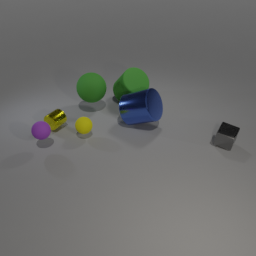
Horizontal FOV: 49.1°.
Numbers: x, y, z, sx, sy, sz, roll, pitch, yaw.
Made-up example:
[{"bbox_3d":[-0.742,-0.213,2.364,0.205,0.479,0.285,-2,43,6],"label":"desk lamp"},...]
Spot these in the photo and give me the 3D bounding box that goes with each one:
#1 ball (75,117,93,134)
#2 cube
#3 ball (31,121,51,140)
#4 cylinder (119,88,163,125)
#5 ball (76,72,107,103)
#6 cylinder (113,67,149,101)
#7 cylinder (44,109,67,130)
[{"bbox_3d":[-1.781,-0.104,11.296,0.700,0.700,0.700,0,31,0],"label":"ball"},{"bbox_3d":[3.815,0.316,10.849,0.700,0.700,0.700,24,50,22],"label":"cube"},{"bbox_3d":[-3.247,0.092,10.466,0.700,0.700,0.700,0,31,0],"label":"ball"},{"bbox_3d":[0.563,-0.894,11.989,1.400,1.400,1.400,-8,22,35],"label":"cylinder"},{"bbox_3d":[-1.708,-1.888,13.111,1.400,1.400,1.400,0,31,0],"label":"ball"},{"bbox_3d":[0.136,-2.075,13.883,1.400,1.400,1.400,-18,-7,-28],"label":"cylinder"},{"bbox_3d":[-3.109,-0.367,11.987,0.700,0.700,0.700,17,38,27],"label":"cylinder"}]
